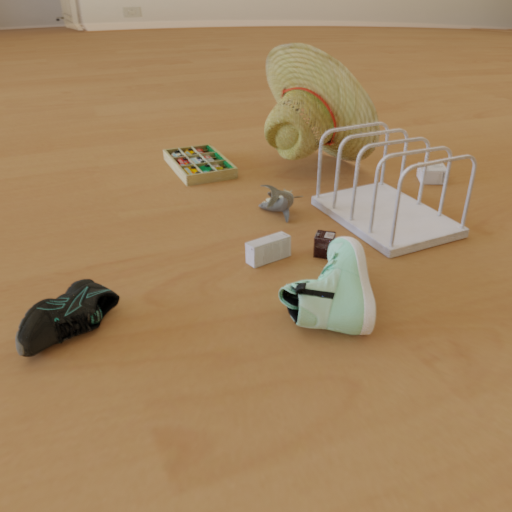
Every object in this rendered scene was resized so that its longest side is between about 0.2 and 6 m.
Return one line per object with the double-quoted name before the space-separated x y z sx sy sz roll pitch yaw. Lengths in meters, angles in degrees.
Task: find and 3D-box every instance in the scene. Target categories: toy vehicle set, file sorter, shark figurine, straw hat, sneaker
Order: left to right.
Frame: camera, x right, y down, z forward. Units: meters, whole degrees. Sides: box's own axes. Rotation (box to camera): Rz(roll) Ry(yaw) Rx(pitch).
"sneaker" -2.862 0.924 8.595 0.742 0.706 1.873 13 32 19
"toy vehicle set" -1.544 -2.497 15.169 1.399 0.299 2.252 -12 31 -20
"shark figurine" 0.581 -1.080 12.114 1.002 0.700 1.677 -2 -5 -2
"straw hat" 1.111 -3.358 14.302 1.692 3.997 3.997 -47 46 -14
"sneaker" 1.082 0.342 9.363 1.418 0.885 2.404 5 31 -4
"file sorter" 2.843 -1.581 11.950 2.047 1.837 2.950 -13 31 -23

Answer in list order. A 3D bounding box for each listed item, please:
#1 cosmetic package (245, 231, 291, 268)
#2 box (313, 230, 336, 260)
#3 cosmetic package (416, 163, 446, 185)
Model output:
"cosmetic package" 0.235 -0.124 10.733 0.878 0.445 0.313 -18 30 -31
"box" 1.330 -0.216 10.895 0.370 0.450 0.373 8 29 15
"cosmetic package" 4.505 -2.114 14.372 0.644 0.396 0.642 2 29 4
